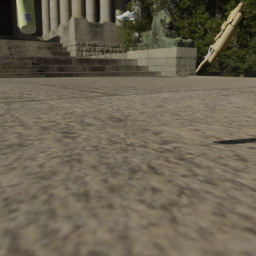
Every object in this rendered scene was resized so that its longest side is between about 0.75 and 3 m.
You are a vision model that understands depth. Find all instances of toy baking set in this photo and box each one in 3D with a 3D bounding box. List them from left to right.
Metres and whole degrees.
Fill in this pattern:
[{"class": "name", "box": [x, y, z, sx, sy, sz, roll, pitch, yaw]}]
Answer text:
[{"class": "toy baking set", "box": [2.780, -2.583, 8.448, 0.268, 2.300, 1.765, 29, 22, 1]}]

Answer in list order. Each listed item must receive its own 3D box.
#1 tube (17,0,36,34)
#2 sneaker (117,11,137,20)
[{"class": "tube", "box": [-2.286, -2.745, 6.272, 0.338, 1.303, 0.378, -10, -14, -5]}, {"class": "sneaker", "box": [-0.043, -4.587, 11.449, 0.842, 0.340, 0.322, 4, 21, 17]}]
